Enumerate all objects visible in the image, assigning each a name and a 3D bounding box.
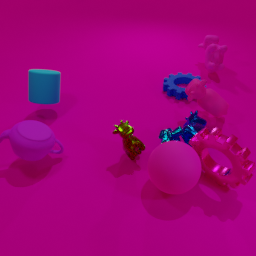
[{"bbox_3d":[1.091,0.931,6.643,1.254,1.254,1.254,0,40,0],"label":"ball"},{"bbox_3d":[3.385,-2.974,11.291,0.853,1.555,1.530,4,7,-7],"label":"cow figurine"},{"bbox_3d":[2.458,-0.888,8.619,1.445,0.793,1.421,43,15,15],"label":"cow figurine"},{"bbox_3d":[1.882,0.030,8.052,1.262,0.693,1.241,0,46,-43],"label":"cow figurine"},{"bbox_3d":[-2.638,-1.311,8.846,0.964,0.964,0.964,6,16,-2],"label":"cylinder"},{"bbox_3d":[0.002,0.315,7.432,0.553,1.008,0.992,-38,82,-17],"label":"cow figurine"},{"bbox_3d":[1.274,0.314,7.758,0.794,0.665,1.104,-34,52,21],"label":"monkey head"},{"bbox_3d":[2.176,0.722,6.654,1.576,1.576,0.291,32,57,32],"label":"gear"},{"bbox_3d":[-2.587,0.376,7.327,1.857,0.909,1.154,13,31,-20],"label":"teapot"},{"bbox_3d":[2.074,-1.560,10.327,1.550,0.287,1.550,-1,38,0],"label":"gear"}]
